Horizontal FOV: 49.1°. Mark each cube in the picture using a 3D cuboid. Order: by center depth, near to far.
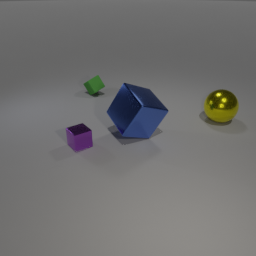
[{"bbox_3d":[-1.753,0.337,10.097,0.700,0.700,0.700,-19,33,-31],"label":"cube"},{"bbox_3d":[0.326,-0.608,10.328,1.400,1.400,1.400,6,37,-43],"label":"cube"},{"bbox_3d":[-1.748,-2.213,14.463,0.700,0.700,0.700,-37,14,-26],"label":"cube"}]

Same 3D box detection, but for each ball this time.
[{"bbox_3d":[3.880,-0.912,11.686,1.400,1.400,1.400,0,28,0],"label":"ball"}]
